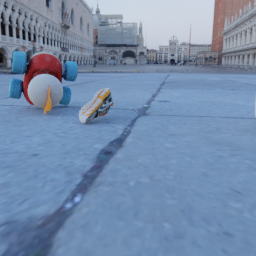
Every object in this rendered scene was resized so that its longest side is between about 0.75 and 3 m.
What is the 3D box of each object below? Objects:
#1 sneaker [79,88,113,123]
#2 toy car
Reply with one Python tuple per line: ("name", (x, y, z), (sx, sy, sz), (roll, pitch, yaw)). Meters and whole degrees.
("sneaker", (-1.035, -0.697, 9.935), (0.735, 0.726, 1.879), (-2, 35, 35))
("toy car", (-3.471, -1.473, 11.583), (2.636, 2.529, 2.860), (6, 37, -24))
